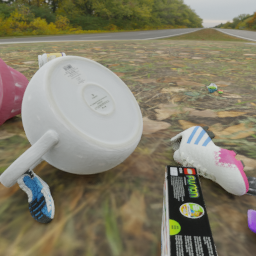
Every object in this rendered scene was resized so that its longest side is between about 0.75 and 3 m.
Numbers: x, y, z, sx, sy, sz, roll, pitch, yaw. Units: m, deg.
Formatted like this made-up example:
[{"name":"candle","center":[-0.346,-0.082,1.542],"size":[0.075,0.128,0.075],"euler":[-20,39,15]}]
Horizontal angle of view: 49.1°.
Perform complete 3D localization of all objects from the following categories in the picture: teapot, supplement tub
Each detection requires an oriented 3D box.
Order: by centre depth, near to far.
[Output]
[{"name":"teapot","center":[-1.238,-0.029,6.409],"size":[2.895,2.114,2.857],"euler":[15,48,-37]},{"name":"supplement tub","center":[-4.887,-4.224,18.184],"size":[1.685,1.225,1.225],"euler":[-8,23,-19]}]

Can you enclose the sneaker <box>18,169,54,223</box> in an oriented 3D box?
[{"name":"sneaker","center":[-1.612,1.284,5.295],"size":[0.467,0.540,1.247],"euler":[-42,50,1]}]

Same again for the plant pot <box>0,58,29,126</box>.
[{"name":"plant pot","center":[-4.468,-1.176,9.090],"size":[2.567,2.567,2.298],"euler":[5,7,12]}]

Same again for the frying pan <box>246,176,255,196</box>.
[{"name":"frying pan","center":[2.575,1.124,6.081],"size":[0.621,0.167,1.026],"euler":[-5,26,-9]}]

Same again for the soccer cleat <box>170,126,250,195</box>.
[{"name":"soccer cleat","center":[1.684,0.762,6.263],"size":[1.117,0.904,2.587],"euler":[-19,22,1]}]

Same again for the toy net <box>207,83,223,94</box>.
[{"name":"toy net","center":[4.284,-2.000,13.838],"size":[0.750,0.276,1.429],"euler":[4,22,11]}]

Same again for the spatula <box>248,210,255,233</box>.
[{"name":"spatula","center":[1.912,1.953,3.741],"size":[0.809,0.294,2.862],"euler":[18,28,22]}]

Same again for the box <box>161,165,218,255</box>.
[{"name":"box","center":[0.607,1.638,3.025],"size":[0.447,1.417,2.574],"euler":[2,22,6]}]
